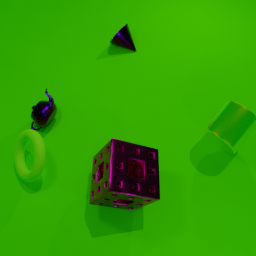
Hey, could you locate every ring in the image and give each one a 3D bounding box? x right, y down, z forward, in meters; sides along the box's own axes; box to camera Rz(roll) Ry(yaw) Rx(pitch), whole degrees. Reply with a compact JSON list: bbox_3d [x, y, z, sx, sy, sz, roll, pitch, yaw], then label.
[{"bbox_3d":[-2.731,0.760,7.729,0.289,1.447,1.447,4,49,-47],"label":"ring"}]

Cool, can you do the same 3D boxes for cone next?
[{"bbox_3d":[-0.011,-3.156,10.352,0.946,0.943,0.943,44,67,-7],"label":"cone"}]

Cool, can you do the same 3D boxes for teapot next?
[{"bbox_3d":[-2.593,-0.516,8.546,0.686,0.871,1.400,30,104,-1],"label":"teapot"}]

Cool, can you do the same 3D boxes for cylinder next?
[{"bbox_3d":[2.856,-0.023,7.845,1.093,1.093,1.093,39,87,20],"label":"cylinder"}]

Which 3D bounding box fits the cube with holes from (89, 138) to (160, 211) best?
[{"bbox_3d":[-0.102,1.234,7.119,1.305,1.305,1.305,15,58,-22],"label":"cube with holes"}]
